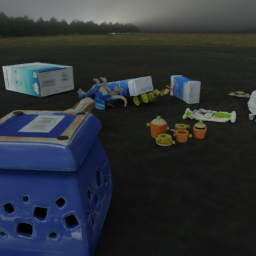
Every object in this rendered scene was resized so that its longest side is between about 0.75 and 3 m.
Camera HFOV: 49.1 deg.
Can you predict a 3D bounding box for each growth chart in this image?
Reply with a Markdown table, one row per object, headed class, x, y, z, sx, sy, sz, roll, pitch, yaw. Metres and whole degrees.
| class | x | y | z | sx | sy | sz | roll | pitch | yaw |
| --- | --- | --- | --- | --- | --- | --- | --- | --- | --- |
| growth chart | 3.024 | -0.481 | 10.342 | 1.934 | 0.172 | 1.400 | 5 | 20 | 12 |

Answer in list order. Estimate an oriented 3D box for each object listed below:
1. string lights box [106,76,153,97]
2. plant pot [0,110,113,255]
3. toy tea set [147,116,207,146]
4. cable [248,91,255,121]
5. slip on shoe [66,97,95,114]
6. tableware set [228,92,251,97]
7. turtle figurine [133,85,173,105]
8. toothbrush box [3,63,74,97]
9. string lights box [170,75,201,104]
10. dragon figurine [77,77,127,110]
| class | x | y | z | sx | sy | sz | roll | pitch | yaw |
| --- | --- | --- | --- | --- | --- | --- | --- | --- | --- |
| string lights box | -0.163 | -1.751 | 12.340 | 2.273 | 0.670 | 1.168 | -1 | 15 | 41 |
| plant pot | -1.396 | 0.751 | 4.659 | 2.019 | 1.815 | 2.019 | 1 | 21 | 6 |
| toy tea set | 1.480 | -0.022 | 8.369 | 1.783 | 0.660 | 1.060 | -9 | 22 | -22 |
| cable | 5.792 | -0.850 | 10.239 | 2.597 | 0.899 | 2.597 | 7 | 21 | 17 |
| slip on shoe | -1.540 | -0.197 | 8.646 | 0.875 | 1.098 | 2.888 | 46 | 15 | -4 |
| tableware set | 5.358 | -1.591 | 13.384 | 0.839 | 0.117 | 1.004 | -6 | 21 | -19 |
| turtle figurine | 0.898 | -1.382 | 12.131 | 1.880 | 0.605 | 1.516 | 6 | 23 | 39 |
| toothbrush box | -4.549 | -2.541 | 14.290 | 2.951 | 1.258 | 2.160 | 14 | 24 | 36 |
| string lights box | 2.545 | -1.778 | 12.688 | 0.537 | 0.937 | 1.823 | -6 | 21 | -16 |
| dragon figurine | -0.962 | -1.187 | 11.343 | 2.587 | 1.286 | 0.761 | 34 | 33 | 26 |
